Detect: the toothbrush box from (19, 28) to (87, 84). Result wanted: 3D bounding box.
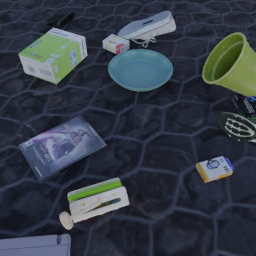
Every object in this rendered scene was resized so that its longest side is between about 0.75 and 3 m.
[{"bbox_3d":[-3.035,-3.049,11.646,1.668,0.986,2.290,20,53,18],"label":"toothbrush box"}]

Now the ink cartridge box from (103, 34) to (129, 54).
[{"bbox_3d":[-0.543,-3.773,12.652,1.001,0.418,0.727,29,55,23],"label":"ink cartridge box"}]

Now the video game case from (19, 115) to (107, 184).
[{"bbox_3d":[-2.093,0.585,9.020,2.315,0.220,1.654,-29,55,-22],"label":"video game case"}]

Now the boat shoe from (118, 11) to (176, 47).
[{"bbox_3d":[0.906,-4.321,12.790,2.751,1.173,1.016,-10,49,30],"label":"boat shoe"}]

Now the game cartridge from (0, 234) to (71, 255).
[{"bbox_3d":[-2.693,3.434,6.414,2.657,0.510,1.722,-3,53,-3],"label":"game cartridge"}]

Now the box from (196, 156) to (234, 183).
[{"bbox_3d":[2.651,1.231,8.472,1.026,0.213,0.611,-12,50,-13],"label":"box"}]

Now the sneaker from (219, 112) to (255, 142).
[{"bbox_3d":[4.148,-0.040,9.324,2.244,0.863,0.994,22,35,14],"label":"sneaker"}]

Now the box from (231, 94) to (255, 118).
[{"bbox_3d":[4.657,-0.856,10.221,1.473,0.266,1.053,-7,49,-2],"label":"box"}]

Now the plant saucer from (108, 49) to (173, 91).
[{"bbox_3d":[0.501,-2.269,11.326,2.580,0.464,2.580,0,48,0],"label":"plant saucer"}]

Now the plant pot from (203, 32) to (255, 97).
[{"bbox_3d":[3.913,-2.002,9.752,1.749,1.903,1.903,27,47,-19],"label":"plant pot"}]

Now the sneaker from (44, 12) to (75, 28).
[{"bbox_3d":[-3.441,-5.554,14.169,0.795,0.457,1.523,27,58,16],"label":"sneaker"}]

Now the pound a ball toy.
[{"bbox_3d":[-0.853,2.056,7.270,1.761,0.748,1.148,-16,16,-13],"label":"pound a ball toy"}]
